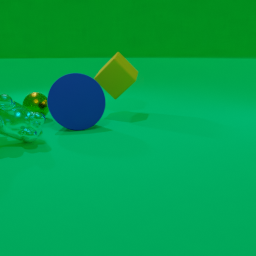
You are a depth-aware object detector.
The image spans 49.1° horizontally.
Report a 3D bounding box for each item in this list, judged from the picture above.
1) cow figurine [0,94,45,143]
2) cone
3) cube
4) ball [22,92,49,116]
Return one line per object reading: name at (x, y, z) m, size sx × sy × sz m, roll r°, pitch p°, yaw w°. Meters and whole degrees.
cow figurine at (-2.835, -0.208, 6.538) m, size 1.748 × 0.960 × 1.720 m, roll 27°, pitch -17°, yaw -19°
cone at (-1.574, -0.670, 8.197) m, size 1.544 × 1.544 × 1.550 m, roll -5°, pitch -1°, yaw -17°
cube at (-0.370, -1.750, 9.354) m, size 0.987 × 0.987 × 0.987 m, roll -40°, pitch 16°, yaw 23°
ball at (-2.829, -0.685, 8.654) m, size 0.821 × 0.821 × 0.821 m, roll 0°, pitch 15°, yaw 0°
